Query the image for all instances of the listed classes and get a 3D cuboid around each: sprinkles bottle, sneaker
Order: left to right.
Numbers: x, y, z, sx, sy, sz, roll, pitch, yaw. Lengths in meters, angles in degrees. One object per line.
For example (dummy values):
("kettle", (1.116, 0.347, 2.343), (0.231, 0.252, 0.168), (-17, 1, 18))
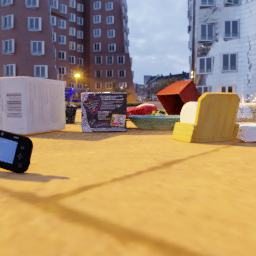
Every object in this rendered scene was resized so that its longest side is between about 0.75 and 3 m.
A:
("sneaker", (0.465, -0.775, 16.466), (2.516, 0.986, 1.453), (-12, 11, 10))
("sprinkles bottle", (3.096, -0.312, 8.943), (2.840, 0.969, 0.969), (-1, 5, -24))

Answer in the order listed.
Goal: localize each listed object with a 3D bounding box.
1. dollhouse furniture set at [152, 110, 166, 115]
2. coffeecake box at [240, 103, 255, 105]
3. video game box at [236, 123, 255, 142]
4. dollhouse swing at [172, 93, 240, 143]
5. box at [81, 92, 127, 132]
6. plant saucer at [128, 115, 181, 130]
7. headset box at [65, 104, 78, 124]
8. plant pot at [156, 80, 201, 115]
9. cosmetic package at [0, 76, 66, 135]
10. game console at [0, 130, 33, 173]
("dollhouse furniture set", (1.509, -0.370, 14.000), (0.784, 0.606, 1.569), (14, 27, 10))
("coffeecake box", (4.539, -0.498, 11.227), (2.678, 0.978, 2.056), (4, 6, 41))
("video game box", (3.822, 0.092, 7.491), (1.845, 0.432, 1.681), (1, 7, 7))
("dollhouse swing", (2.021, -0.284, 7.269), (1.393, 1.225, 1.266), (-3, 6, -20))
("box", (-0.908, -0.645, 10.482), (1.605, 1.393, 2.429), (0, 5, -5))
("plant saucer", (1.357, -0.237, 11.155), (2.723, 0.489, 2.723), (1, 4, 0))
("headset box", (-2.986, -0.651, 13.686), (0.443, 0.955, 0.832), (22, 18, 34))
("plant pot", (3.501, -1.961, 18.186), (1.838, 2.084, 2.086), (-48, 29, -23))
("cosmetic package", (-3.387, -0.737, 9.363), (1.748, 1.758, 2.101), (1, 4, 21))
("game console", (-2.097, 0.133, 3.938), (1.742, 1.027, 0.210), (13, 7, 15))
